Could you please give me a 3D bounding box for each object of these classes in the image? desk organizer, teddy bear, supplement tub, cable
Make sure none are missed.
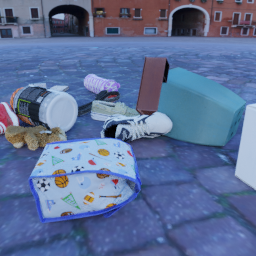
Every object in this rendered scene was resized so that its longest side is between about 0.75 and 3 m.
[{"bbox_3d":[0.731,-1.191,8.097,0.635,1.650,0.592,7,-12,21],"label":"desk organizer"},{"bbox_3d":[-3.070,0.366,9.550,2.068,0.691,1.500,-6,29,-34],"label":"teddy bear"},{"bbox_3d":[-3.378,-0.809,11.036,2.598,1.592,1.592,17,27,34],"label":"supplement tub"},{"bbox_3d":[-1.360,-1.116,13.436,1.442,0.747,2.970,10,35,23],"label":"cable"}]

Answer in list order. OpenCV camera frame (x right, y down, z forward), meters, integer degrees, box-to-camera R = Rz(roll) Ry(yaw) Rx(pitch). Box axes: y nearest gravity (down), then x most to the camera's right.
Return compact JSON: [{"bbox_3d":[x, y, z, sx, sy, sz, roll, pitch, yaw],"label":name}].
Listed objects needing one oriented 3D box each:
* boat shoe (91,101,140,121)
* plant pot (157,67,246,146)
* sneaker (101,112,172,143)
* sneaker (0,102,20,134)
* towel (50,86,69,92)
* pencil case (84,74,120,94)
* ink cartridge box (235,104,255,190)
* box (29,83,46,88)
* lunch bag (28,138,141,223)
[{"bbox_3d":[-0.396,-0.679,11.784,2.515,0.780,0.905,5,22,11],"label":"boat shoe"},{"bbox_3d":[2.472,-0.679,10.205,2.983,2.107,2.109,25,31,30],"label":"plant pot"},{"bbox_3d":[0.196,0.097,9.597,2.471,0.986,1.608,6,24,16],"label":"sneaker"},{"bbox_3d":[-5.236,-0.379,10.931,1.338,0.908,2.317,-15,25,-36],"label":"sneaker"},{"bbox_3d":[-4.134,-2.291,16.566,0.895,0.233,1.351,4,22,7],"label":"towel"},{"bbox_3d":[-1.516,-2.423,15.747,1.059,1.039,2.476,-38,38,-21],"label":"pencil case"},{"bbox_3d":[4.475,0.336,7.410,2.940,2.139,1.235,-9,24,-22],"label":"ink cartridge box"},{"bbox_3d":[-4.957,-2.084,15.421,0.898,0.700,0.185,-6,24,-13],"label":"box"},{"bbox_3d":[-0.878,1.099,6.582,2.244,1.390,1.908,-10,22,-2],"label":"lunch bag"}]
